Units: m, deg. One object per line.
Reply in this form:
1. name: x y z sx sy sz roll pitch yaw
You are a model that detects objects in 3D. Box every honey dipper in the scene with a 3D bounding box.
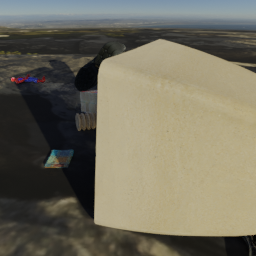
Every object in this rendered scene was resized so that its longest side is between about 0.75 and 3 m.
1. honey dipper: -0.201 -0.341 8.967 2.896 0.550 0.550 -7 25 -22

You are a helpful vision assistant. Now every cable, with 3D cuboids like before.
1. cable: 1.985 1.765 4.406 0.630 0.327 1.298 4 24 29

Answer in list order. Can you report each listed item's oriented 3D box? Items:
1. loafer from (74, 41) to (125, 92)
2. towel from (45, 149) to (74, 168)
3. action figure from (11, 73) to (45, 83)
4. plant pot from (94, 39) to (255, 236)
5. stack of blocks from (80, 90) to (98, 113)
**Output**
1. loafer: -1.113 -2.345 11.056 2.762 0.938 0.970 -37 -6 37
2. towel: -1.696 0.751 6.972 0.577 0.085 0.787 0 24 1
3. action figure: -4.908 -2.395 13.705 1.579 0.408 0.516 -5 27 -5
4. plant pot: 1.218 0.200 5.031 2.549 2.879 2.875 15 27 19
5. stack of blocks: -0.390 -0.843 9.134 1.427 0.726 2.479 -9 14 -33
